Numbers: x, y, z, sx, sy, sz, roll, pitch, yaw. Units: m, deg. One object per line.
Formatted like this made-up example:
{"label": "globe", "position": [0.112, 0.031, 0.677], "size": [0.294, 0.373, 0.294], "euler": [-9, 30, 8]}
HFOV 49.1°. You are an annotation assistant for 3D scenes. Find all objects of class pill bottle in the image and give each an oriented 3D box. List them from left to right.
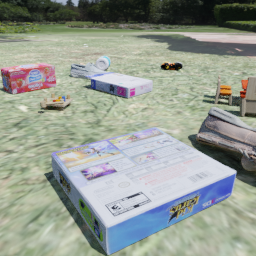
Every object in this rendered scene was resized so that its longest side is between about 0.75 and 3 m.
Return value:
{"label": "pill bottle", "position": [-1.271, -3.408, 14.653], "size": [0.660, 0.660, 1.191], "euler": [2, 22, 5]}

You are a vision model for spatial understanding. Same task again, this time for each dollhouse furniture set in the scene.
{"label": "dollhouse furniture set", "position": [3.880, -1.196, 8.588], "size": [2.253, 1.161, 2.229], "euler": [7, 23, 16]}

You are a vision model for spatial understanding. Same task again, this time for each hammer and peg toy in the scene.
{"label": "hammer and peg toy", "position": [-2.204, -0.758, 8.580], "size": [0.779, 0.374, 1.060], "euler": [5, 23, 9]}

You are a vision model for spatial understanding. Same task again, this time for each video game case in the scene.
{"label": "video game case", "position": [0.172, 0.768, 4.634], "size": [2.283, 0.519, 2.069], "euler": [-13, 28, -29]}

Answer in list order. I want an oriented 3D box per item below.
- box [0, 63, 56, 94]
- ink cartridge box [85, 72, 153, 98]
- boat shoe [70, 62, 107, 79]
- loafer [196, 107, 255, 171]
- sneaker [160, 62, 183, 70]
{"label": "box", "position": [-3.800, -1.948, 10.793], "size": [1.824, 0.871, 0.909], "euler": [-20, 29, -39]}
{"label": "ink cartridge box", "position": [-0.390, -1.699, 10.728], "size": [2.346, 0.492, 1.400], "euler": [23, 31, 37]}
{"label": "boat shoe", "position": [-1.774, -2.603, 12.640], "size": [1.930, 0.687, 0.673], "euler": [9, 24, 21]}
{"label": "loafer", "position": [2.333, 0.438, 5.318], "size": [0.971, 0.849, 2.701], "euler": [33, 7, -32]}
{"label": "sneaker", "position": [2.227, -3.153, 14.441], "size": [1.191, 0.416, 0.536], "euler": [15, 35, 39]}
